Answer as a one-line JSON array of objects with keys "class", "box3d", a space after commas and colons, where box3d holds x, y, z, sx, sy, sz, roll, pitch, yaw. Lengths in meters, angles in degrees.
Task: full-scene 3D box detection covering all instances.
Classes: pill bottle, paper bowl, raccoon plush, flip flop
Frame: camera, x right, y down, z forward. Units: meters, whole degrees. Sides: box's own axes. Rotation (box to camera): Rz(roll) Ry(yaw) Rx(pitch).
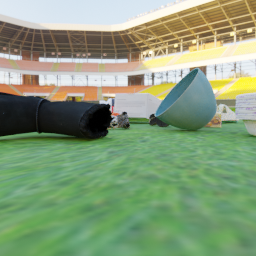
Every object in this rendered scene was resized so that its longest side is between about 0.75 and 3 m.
[{"class": "pill bottle", "box3d": [-0.856, -1.462, 20.662, 2.423, 1.449, 1.449, -1, 4, -4]}, {"class": "paper bowl", "box3d": [3.906, -0.332, 7.245, 2.127, 1.106, 2.127, 0, 4, 0]}, {"class": "raccoon plush", "box3d": [-0.366, -0.113, 10.029, 0.821, 0.593, 1.225, -13, -23, -3]}, {"class": "flip flop", "box3d": [1.336, -0.312, 11.336, 0.455, 0.641, 1.581, 14, -7, -21]}]

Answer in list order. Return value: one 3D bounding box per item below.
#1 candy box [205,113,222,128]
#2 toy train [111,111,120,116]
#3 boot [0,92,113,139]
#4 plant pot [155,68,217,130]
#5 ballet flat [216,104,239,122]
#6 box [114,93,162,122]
[{"class": "candy box", "box3d": [3.111, -0.309, 10.834, 0.958, 0.553, 0.265, 2, 4, 23]}, {"class": "toy train", "box3d": [-1.072, -0.407, 13.074, 1.900, 0.528, 1.427, -10, -30, 43]}, {"class": "boot", "box3d": [-1.900, -0.200, 6.519, 2.426, 1.095, 2.960, 9, 11, 20]}, {"class": "plant pot", "box3d": [2.088, -0.742, 9.262, 1.390, 2.065, 2.065, 40, -1, -8]}, {"class": "ballet flat", "box3d": [4.406, -0.704, 13.685, 2.937, 1.054, 1.054, -2, 4, -32]}, {"class": "box", "box3d": [0.511, -0.967, 13.816, 1.813, 1.191, 1.822, 3, -4, 29]}]
